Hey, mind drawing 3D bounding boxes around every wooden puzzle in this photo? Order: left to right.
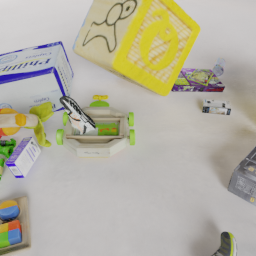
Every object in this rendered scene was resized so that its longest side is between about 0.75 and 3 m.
[{"bbox_3d":[-2.759,2.020,5.717,1.387,0.347,1.497,-12,36,-16],"label":"wooden puzzle"}]

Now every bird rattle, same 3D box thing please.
[{"bbox_3d":[-3.089,-0.219,7.260,2.227,1.255,1.816,6,-2,1],"label":"bird rattle"}]

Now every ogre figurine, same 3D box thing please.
[{"bbox_3d":[-3.651,0.732,7.138,1.094,0.895,1.825,10,46,-6],"label":"ogre figurine"}]

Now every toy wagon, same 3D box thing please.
[{"bbox_3d":[-0.905,-0.150,8.653,2.214,0.565,2.853,1,34,-1],"label":"toy wagon"}]

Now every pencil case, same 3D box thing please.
[{"bbox_3d":[4.039,-2.725,12.443,0.489,0.533,1.175,-25,18,35],"label":"pencil case"}]

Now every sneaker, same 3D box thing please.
[{"bbox_3d":[-1.494,-0.313,7.843,0.544,1.360,0.501,-30,32,14],"label":"sneaker"},{"bbox_3d":[1.609,2.423,5.013,0.572,0.522,1.412,10,34,20],"label":"sneaker"}]

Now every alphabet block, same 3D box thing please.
[{"bbox_3d":[0.231,-3.137,9.950,2.848,2.833,2.900,19,10,-41],"label":"alphabet block"}]

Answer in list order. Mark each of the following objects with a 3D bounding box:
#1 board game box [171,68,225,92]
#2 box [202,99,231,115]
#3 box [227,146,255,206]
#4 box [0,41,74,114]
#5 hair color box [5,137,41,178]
[{"bbox_3d":[2.535,-1.902,11.014,2.211,0.357,1.327,-1,47,-16],"label":"board game box"},{"bbox_3d":[3.078,-0.739,9.774,0.945,0.284,0.551,7,35,10],"label":"box"},{"bbox_3d":[4.219,1.322,6.389,2.965,0.717,2.348,27,43,34],"label":"box"},{"bbox_3d":[-3.373,-1.663,9.672,2.539,1.448,2.760,-12,37,1],"label":"box"},{"bbox_3d":[-2.686,0.752,7.249,0.319,0.538,0.985,-5,36,19],"label":"hair color box"}]
